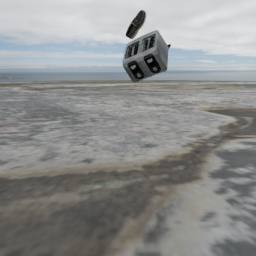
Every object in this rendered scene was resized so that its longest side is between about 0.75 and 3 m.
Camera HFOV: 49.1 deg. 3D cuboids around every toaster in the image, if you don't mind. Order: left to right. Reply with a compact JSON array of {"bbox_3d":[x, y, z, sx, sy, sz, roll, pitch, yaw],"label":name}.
[{"bbox_3d":[0.668,-2.538,9.804,1.400,0.919,1.548,-15,46,29],"label":"toaster"}]

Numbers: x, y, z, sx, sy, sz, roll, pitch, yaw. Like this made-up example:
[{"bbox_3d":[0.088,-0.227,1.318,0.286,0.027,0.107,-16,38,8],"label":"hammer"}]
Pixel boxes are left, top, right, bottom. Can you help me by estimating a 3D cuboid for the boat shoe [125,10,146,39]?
[{"bbox_3d":[0.287,-3.941,10.658,0.419,1.165,0.377,47,29,24],"label":"boat shoe"}]
